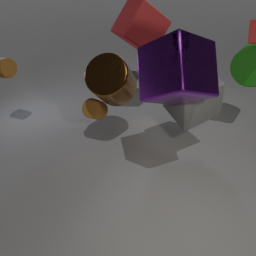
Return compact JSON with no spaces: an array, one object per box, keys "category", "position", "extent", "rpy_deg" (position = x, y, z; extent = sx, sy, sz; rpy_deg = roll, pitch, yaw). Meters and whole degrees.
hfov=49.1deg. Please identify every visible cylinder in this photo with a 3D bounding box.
[{"category":"cylinder","position":[-4.486,-2.146,10.031],"extent":[0.700,0.700,0.700],"rpy_deg":[7,32,29]},{"category":"cylinder","position":[-0.520,-1.534,9.155],"extent":[1.400,1.400,1.400],"rpy_deg":[10,-6,15]},{"category":"cylinder","position":[-1.176,-0.669,10.027],"extent":[0.700,0.700,0.700],"rpy_deg":[15,1,22]},{"category":"cylinder","position":[4.611,-2.360,10.192],"extent":[1.400,1.400,1.400],"rpy_deg":[19,35,27]}]

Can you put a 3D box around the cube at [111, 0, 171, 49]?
[{"category":"cube","position":[0.456,-3.786,10.455],"extent":[1.400,1.400,1.400],"rpy_deg":[25,12,-33]}]

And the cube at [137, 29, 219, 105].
[{"category":"cube","position":[1.212,-1.385,6.882],"extent":[1.400,1.400,1.400],"rpy_deg":[0,-5,-40]}]

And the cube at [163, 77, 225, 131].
[{"category":"cube","position":[2.012,-1.039,8.916],"extent":[1.400,1.400,1.400],"rpy_deg":[-26,52,-10]}]

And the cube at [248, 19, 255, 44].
[{"category":"cube","position":[4.196,-2.988,8.697],"extent":[0.700,0.700,0.700],"rpy_deg":[9,16,34]}]
